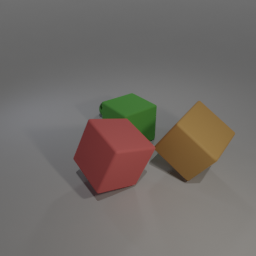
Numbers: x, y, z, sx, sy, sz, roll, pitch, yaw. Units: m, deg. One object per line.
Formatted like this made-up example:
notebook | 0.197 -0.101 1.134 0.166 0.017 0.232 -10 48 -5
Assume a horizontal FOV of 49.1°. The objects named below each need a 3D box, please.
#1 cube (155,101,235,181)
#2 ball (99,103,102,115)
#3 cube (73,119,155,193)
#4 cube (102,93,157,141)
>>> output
cube | 1.882 0.370 8.039 1.400 1.400 1.400 44 50 7
ball | -0.863 -0.793 11.702 0.700 0.700 0.700 0 30 0
cube | -0.403 0.695 7.646 1.400 1.400 1.400 -2 38 -43
cube | 0.031 -0.251 10.032 1.400 1.400 1.400 -21 36 -32
